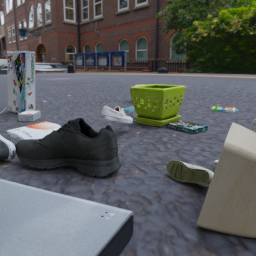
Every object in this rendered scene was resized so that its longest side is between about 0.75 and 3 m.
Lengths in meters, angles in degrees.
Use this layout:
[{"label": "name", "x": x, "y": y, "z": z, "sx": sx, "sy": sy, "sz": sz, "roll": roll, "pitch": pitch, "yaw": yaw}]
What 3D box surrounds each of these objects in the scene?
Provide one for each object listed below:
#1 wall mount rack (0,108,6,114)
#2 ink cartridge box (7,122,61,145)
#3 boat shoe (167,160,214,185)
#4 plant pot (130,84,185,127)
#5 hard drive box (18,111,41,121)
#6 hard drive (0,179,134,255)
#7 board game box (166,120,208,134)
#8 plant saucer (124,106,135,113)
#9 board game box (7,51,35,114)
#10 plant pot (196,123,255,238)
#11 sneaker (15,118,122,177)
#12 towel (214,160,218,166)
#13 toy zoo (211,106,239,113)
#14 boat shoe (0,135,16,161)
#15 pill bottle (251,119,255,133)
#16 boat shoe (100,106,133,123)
[{"label": "wall mount rack", "x": -6.092, "y": -0.717, "z": 12.983, "sx": 0.818, "sy": 0.351, "sz": 0.941, "roll": -4, "pitch": 15, "yaw": -14}, {"label": "ink cartridge box", "x": -2.652, "y": 0.255, "z": 8.924, "sx": 1.920, "sy": 0.481, "sz": 1.558, "roll": 7, "pitch": 16, "yaw": 36}, {"label": "boat shoe", "x": 1.380, "y": 1.006, "z": 6.150, "sx": 0.409, "sy": 0.447, "sz": 1.195, "roll": 15, "pitch": 0, "yaw": -40}, {"label": "plant pot", "x": 1.212, "y": -0.959, "z": 11.514, "sx": 1.696, "sy": 1.539, "sz": 1.688, "roll": 12, "pitch": 19, "yaw": 39}, {"label": "hard drive box", "x": -4.297, "y": -0.532, "z": 12.295, "sx": 0.666, "sy": 0.328, "sz": 0.855, "roll": 0, "pitch": 14, "yaw": 4}, {"label": "hard drive", "x": -1.668, "y": 1.503, "z": 3.918, "sx": 2.943, "sy": 0.484, "sz": 2.053, "roll": 6, "pitch": 15, "yaw": 23}, {"label": "board game box", "x": 2.226, "y": -0.043, "z": 10.658, "sx": 0.878, "sy": 0.183, "sz": 1.299, "roll": -12, "pitch": 19, "yaw": -40}, {"label": "plant saucer", "x": 0.248, "y": -0.998, "z": 14.542, "sx": 0.546, "sy": 0.148, "sz": 1.563, "roll": 8, "pitch": 17, "yaw": 31}, {"label": "board game box", "x": -5.130, "y": -2.155, "z": 13.411, "sx": 1.847, "sy": 2.926, "sz": 0.506, "roll": 13, "pitch": 14, "yaw": 40}, {"label": "plant pot", "x": 2.077, "y": 0.913, "z": 4.587, "sx": 1.307, "sy": 1.476, "sz": 1.474, "roll": 19, "pitch": 20, "yaw": 20}, {"label": "sneaker", "x": -1.491, "y": 0.360, "z": 6.875, "sx": 2.804, "sy": 1.272, "sz": 1.065, "roll": 3, "pitch": 16, "yaw": 14}, {"label": "towel", "x": 3.299, "y": 0.769, "z": 6.366, "sx": 1.850, "sy": 0.312, "sz": 1.937, "roll": -9, "pitch": 3, "yaw": -29}, {"label": "toy zoo", "x": 4.983, "y": -0.951, "z": 14.353, "sx": 1.269, "sy": 0.130, "sz": 0.833, "roll": 6, "pitch": 15, "yaw": 23}, {"label": "boat shoe", "x": -3.787, "y": 0.487, "z": 7.603, "sx": 1.801, "sy": 0.665, "sz": 0.615, "roll": 23, "pitch": 11, "yaw": 36}, {"label": "pill bottle", "x": 4.987, "y": -0.062, "z": 9.790, "sx": 1.165, "sy": 0.654, "sz": 0.654, "roll": -5, "pitch": 15, "yaw": -20}, {"label": "boat shoe", "x": -0.333, "y": -0.489, "z": 9.799, "sx": 0.545, "sy": 0.536, "sz": 1.537, "roll": 14, "pitch": 3, "yaw": 42}]
